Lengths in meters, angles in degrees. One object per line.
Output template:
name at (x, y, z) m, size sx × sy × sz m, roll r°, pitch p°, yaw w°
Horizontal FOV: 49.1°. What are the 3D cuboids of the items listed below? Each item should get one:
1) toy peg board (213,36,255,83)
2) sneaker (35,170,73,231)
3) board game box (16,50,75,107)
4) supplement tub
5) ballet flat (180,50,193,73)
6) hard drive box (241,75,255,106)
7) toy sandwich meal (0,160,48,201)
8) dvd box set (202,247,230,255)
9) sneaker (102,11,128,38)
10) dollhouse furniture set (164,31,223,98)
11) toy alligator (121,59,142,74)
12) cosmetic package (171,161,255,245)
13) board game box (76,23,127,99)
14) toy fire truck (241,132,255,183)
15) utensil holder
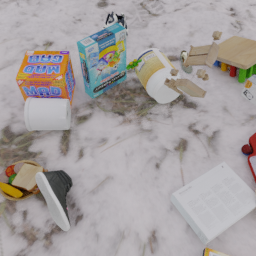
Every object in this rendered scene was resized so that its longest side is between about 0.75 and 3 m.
toy peg board at (5.347, -3.290, 13.529) m, size 2.334 × 1.141 × 2.324 m, roll -31°, pitch 43°, yaw -24°
sneaker at (-2.141, 2.257, 9.236) m, size 1.033 × 0.736 × 2.082 m, roll -15°, pitch 69°, yaw -45°
board game box at (-3.359, -1.981, 11.845) m, size 1.819 × 1.820 × 1.819 m, roll 1°, pitch 52°, yaw 1°
supplement tub at (1.317, -2.272, 12.234) m, size 1.570 × 1.570 × 2.175 m, roll -18°, pitch 54°, yaw -13°
ballet flat at (2.841, -3.294, 13.748) m, size 0.478 × 0.452 × 1.418 m, roll -7°, pitch 53°, yaw -4°
hard drive box at (5.630, -1.496, 11.998) m, size 0.493 × 1.000 × 1.284 m, roll -32°, pitch 58°, yaw -22°
toy sandwich meal at (-3.696, 1.733, 9.728) m, size 1.746 × 0.598 × 1.746 m, roll 0°, pitch 52°, yaw 0°
dvd box set at (3.043, 4.458, 7.789) m, size 2.122 × 0.312 × 1.553 m, roll 15°, pitch 53°, yaw 11°
sneaker at (-1.040, -5.106, 14.411) m, size 2.511 × 1.634 × 1.002 m, roll -29°, pitch 57°, yaw -20°
dollhouse furniture set at (2.426, -2.157, 9.708) m, size 1.696 × 0.971 × 1.989 m, roll 18°, pitch 83°, yaw 58°
toy alligator at (0.078, -1.998, 8.955) m, size 0.801 × 0.238 × 0.217 m, roll -34°, pitch 45°, yaw -5°
cosmetic package at (2.869, 2.382, 9.218) m, size 2.343 × 0.605 × 1.767 m, roll -26°, pitch 59°, yaw -19°
board game box at (-1.000, -2.794, 11.942) m, size 2.024 × 2.681 × 0.629 m, roll -34°, pitch 59°, yaw -23°
toy fire truck at (5.324, 0.939, 9.973) m, size 2.166 × 1.446 × 2.579 m, roll -17°, pitch 52°, yaw 13°
utensil holder at (-3.123, -0.547, 11.085) m, size 1.551 × 1.318 × 1.318 m, roll -1°, pitch 52°, yaw -4°
